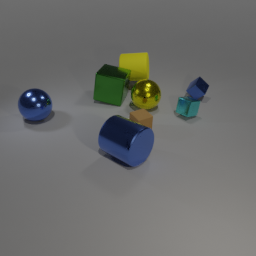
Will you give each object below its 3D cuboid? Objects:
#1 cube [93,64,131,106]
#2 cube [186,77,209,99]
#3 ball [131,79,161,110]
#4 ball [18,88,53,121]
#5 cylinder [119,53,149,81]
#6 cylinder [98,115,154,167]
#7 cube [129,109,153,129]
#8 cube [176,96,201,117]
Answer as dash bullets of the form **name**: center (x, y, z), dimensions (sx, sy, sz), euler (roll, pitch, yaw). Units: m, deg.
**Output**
- **cube**: center (-0.759, -2.100, 13.575), dimensions (1.400, 1.400, 1.400), euler (15, 33, 6)
- **cube**: center (3.432, -1.955, 13.789), dimensions (0.700, 0.700, 0.700), euler (41, 57, -12)
- **ball**: center (0.825, -1.528, 12.827), dimensions (1.400, 1.400, 1.400), euler (0, 31, 0)
- **ball**: center (-3.927, -0.980, 11.880), dimensions (1.400, 1.400, 1.400), euler (0, 31, 0)
- **cylinder**: center (0.347, -3.160, 14.528), dimensions (1.400, 1.400, 1.400), euler (-1, 31, 10)
- **cylinder**: center (-0.055, 0.417, 9.556), dimensions (1.400, 1.400, 1.400), euler (24, 38, 34)
- **cube**: center (0.521, -0.267, 11.361), dimensions (0.700, 0.700, 0.700), euler (-17, 38, -26)
- **cube**: center (2.623, -0.940, 12.254), dimensions (0.700, 0.700, 0.700), euler (-9, 27, -40)
